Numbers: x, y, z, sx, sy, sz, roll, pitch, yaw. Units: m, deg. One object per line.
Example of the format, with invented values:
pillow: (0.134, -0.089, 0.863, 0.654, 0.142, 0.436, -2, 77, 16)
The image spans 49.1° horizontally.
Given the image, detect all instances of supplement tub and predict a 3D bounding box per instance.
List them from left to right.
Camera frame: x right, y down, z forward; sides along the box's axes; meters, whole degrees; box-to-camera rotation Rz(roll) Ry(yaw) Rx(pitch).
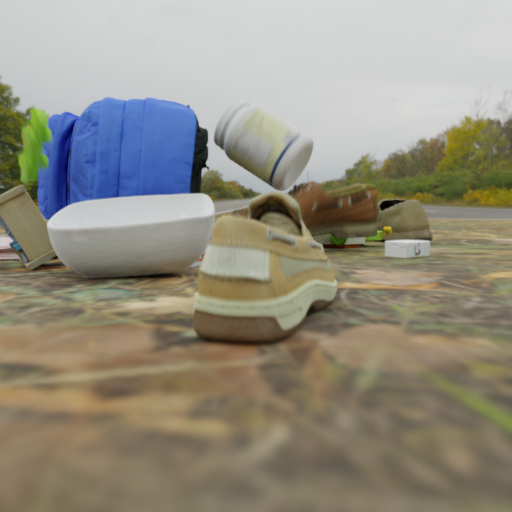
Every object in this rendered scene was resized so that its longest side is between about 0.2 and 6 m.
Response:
supplement tub: (0.160, -2.495, 12.520, 1.927, 1.397, 1.397, 35, 15, 14)

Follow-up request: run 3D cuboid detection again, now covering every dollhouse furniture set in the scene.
dollhouse furniture set: (-4.200, -0.179, 8.829, 1.708, 1.204, 1.197, -34, 19, -22)

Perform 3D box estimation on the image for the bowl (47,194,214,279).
bowl: (-1.763, -0.310, 8.281, 2.304, 0.860, 2.301, -4, 15, -7)

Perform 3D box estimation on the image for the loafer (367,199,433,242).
loafer: (3.867, -1.012, 15.935, 1.363, 1.209, 3.584, -2, 5, -17)

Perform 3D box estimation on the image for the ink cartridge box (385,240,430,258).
ink cartridge box: (2.997, -0.141, 11.119, 0.753, 0.316, 0.545, -4, 6, -38)

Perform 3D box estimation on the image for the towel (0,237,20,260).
towel: (-5.020, -0.187, 11.310, 2.311, 0.390, 2.419, -1, 6, -10)

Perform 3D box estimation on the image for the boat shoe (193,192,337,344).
boat shoe: (0.223, -0.040, 5.259, 1.056, 1.122, 2.947, 1, 5, 10)

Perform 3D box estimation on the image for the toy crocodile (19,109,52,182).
toy crocodile: (-3.720, -1.808, 9.330, 0.389, 1.260, 0.425, 36, 32, 25)

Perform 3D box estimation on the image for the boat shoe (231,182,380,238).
boat shoe: (1.034, -1.016, 12.018, 3.490, 1.186, 1.256, -4, 12, -25)

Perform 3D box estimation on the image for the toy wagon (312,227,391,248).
toy wagon: (2.038, -0.493, 14.082, 2.639, 0.522, 2.048, 2, 6, 15)

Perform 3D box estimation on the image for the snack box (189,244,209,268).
snack box: (-0.907, -0.042, 10.077, 0.870, 0.294, 2.421, 3, 6, 29)

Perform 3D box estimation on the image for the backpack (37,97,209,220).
backpack: (-2.655, -1.538, 11.331, 3.346, 3.240, 3.987, -1, 15, -16)

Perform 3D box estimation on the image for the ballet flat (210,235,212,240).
ballet flat: (-0.733, -0.787, 16.035, 0.795, 0.751, 2.359, -1, 4, -31)
